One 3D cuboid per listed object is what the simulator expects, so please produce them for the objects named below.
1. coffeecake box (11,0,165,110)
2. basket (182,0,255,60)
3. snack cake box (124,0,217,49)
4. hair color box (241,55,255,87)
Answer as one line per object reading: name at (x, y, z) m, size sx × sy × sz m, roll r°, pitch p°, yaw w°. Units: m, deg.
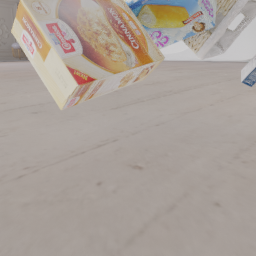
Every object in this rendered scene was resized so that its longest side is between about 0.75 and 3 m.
coffeecake box at (-0.737, -1.729, 5.897) m, size 2.526 × 1.939 × 0.923 m, roll -28°, pitch -9°, yaw -41°
basket at (2.624, -3.448, 8.381) m, size 1.718 × 2.117 × 2.136 m, roll 48°, pitch 39°, yaw 15°
snack cake box at (0.631, -2.998, 7.468) m, size 2.908 × 0.977 × 1.672 m, roll -12°, pitch -35°, yaw 40°
hair color box at (3.913, -1.894, 8.270) m, size 0.392 × 1.297 × 0.648 m, roll 24°, pitch 51°, yaw -6°
